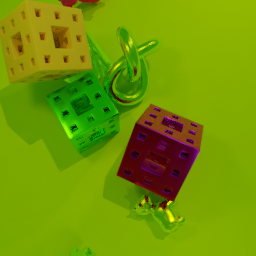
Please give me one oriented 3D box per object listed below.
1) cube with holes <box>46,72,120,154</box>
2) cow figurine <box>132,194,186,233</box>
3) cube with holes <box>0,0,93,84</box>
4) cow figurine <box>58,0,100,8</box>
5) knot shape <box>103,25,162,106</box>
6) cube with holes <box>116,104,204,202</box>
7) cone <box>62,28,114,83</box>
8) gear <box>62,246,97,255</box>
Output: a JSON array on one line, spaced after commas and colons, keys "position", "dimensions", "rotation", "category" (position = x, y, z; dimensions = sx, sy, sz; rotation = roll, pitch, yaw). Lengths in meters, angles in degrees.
[{"position": [-1.061, -0.336, 7.015], "dimensions": [1.255, 1.255, 1.255], "rotation": [-30, 73, -10], "category": "cube with holes"}, {"position": [0.688, 2.010, 6.535], "dimensions": [1.032, 0.576, 1.049], "rotation": [-20, 57, -13], "category": "cow figurine"}, {"position": [-1.899, -1.873, 6.437], "dimensions": [1.384, 1.384, 1.384], "rotation": [-15, 97, -47], "category": "cube with holes"}, {"position": [-1.377, -4.021, 8.470], "dimensions": [1.295, 1.316, 0.722], "rotation": [-23, 95, 26], "category": "cow figurine"}, {"position": [0.086, -1.512, 7.305], "dimensions": [0.959, 2.076, 1.943], "rotation": [22, 106, 17], "category": "knot shape"}, {"position": [0.758, 0.494, 6.358], "dimensions": [1.368, 1.368, 1.368], "rotation": [24, 117, 8], "category": "cube with holes"}, {"position": [-1.243, -2.199, 7.237], "dimensions": [1.520, 1.526, 1.520], "rotation": [-6, 41, 5], "category": "cone"}, {"position": [-1.183, 3.181, 5.711], "dimensions": [1.492, 1.492, 0.276], "rotation": [-44, 114, -14], "category": "gear"}]
